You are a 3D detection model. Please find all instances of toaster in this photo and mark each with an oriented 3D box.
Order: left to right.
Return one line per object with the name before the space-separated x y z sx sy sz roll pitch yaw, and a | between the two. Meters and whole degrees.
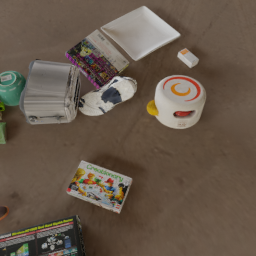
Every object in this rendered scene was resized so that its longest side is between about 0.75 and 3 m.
toaster | -2.985 -1.497 11.208 1.914 1.684 2.964 3 57 -3

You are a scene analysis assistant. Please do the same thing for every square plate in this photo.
square plate | 0.602 -4.655 13.807 2.837 0.407 2.864 -34 65 -18

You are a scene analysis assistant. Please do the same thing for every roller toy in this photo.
roller toy | 1.973 -0.970 10.979 1.895 1.451 2.077 34 56 25

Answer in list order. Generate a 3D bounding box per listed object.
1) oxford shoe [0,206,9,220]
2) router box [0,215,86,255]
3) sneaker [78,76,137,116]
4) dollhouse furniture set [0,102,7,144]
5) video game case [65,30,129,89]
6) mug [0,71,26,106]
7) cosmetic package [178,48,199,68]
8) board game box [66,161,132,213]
oxford shoe | -4.772 2.845 9.218 1.562 0.567 0.556 -11 60 -6
router box | -2.616 3.989 8.367 2.704 0.840 2.026 -12 60 -8
sneaker | -0.725 -1.407 11.615 2.575 1.675 1.028 -28 99 22
dollhouse furniture set | -5.475 -0.278 10.878 1.207 0.925 1.843 -12 60 -7
video game case | -1.322 -3.054 12.433 2.150 0.385 1.949 45 67 -1
mug | -4.941 -1.631 11.653 1.306 0.983 1.589 22 62 13
cosmetic package | 2.793 -3.255 13.016 0.459 0.323 0.906 -33 65 -18
board game box | -0.985 2.038 9.828 1.972 0.341 1.245 18 60 10
